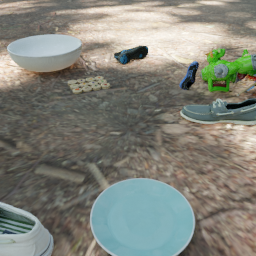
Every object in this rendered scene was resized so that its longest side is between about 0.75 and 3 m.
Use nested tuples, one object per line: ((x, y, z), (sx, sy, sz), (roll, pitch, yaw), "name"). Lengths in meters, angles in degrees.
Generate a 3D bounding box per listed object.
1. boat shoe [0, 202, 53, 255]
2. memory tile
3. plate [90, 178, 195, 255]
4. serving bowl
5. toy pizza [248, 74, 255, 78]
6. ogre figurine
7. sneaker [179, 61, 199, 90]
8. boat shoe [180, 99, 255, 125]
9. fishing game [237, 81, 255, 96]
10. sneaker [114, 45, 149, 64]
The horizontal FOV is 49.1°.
((-2.569, 1.534, 4.770), (2.776, 0.927, 1.021), (7, 34, 10), "boat shoe")
((-1.445, -1.614, 10.304), (1.402, 0.118, 1.074), (-13, 35, -19), "memory tile")
((0.262, 1.672, 5.199), (1.911, 0.244, 1.911), (-1, 34, 0), "plate")
((-3.363, -3.023, 11.667), (2.953, 0.971, 2.953), (-1, 33, 0), "serving bowl")
((5.416, -2.187, 10.959), (1.690, 0.268, 1.690), (-4, 27, 2), "toy pizza")
((3.618, -2.051, 9.706), (1.791, 1.466, 2.988), (-11, 26, 1), "ogre figurine")
((2.036, -1.647, 8.918), (0.346, 0.987, 0.385), (22, 10, -36), "sneaker")
((2.715, -0.580, 8.183), (2.304, 0.712, 0.839), (4, 34, 6), "boat shoe")
((4.566, -1.587, 9.203), (2.278, 1.631, 0.354), (-27, 82, -36), "fishing game")
((0.166, -3.365, 12.501), (1.721, 0.630, 0.705), (-22, 39, -30), "sneaker")
